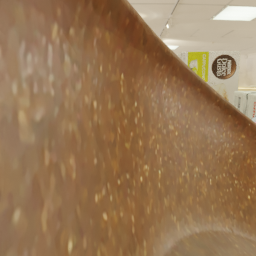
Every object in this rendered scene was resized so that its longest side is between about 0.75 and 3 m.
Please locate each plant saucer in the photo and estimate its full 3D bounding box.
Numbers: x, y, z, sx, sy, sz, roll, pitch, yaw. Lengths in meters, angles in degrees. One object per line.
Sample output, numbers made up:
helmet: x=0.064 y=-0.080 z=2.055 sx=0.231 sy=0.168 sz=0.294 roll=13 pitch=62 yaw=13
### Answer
plant saucer: x=0.834 y=0.743 z=0.248 sx=2.604 sy=0.476 sz=2.604 roll=34 pitch=14 yaw=-10

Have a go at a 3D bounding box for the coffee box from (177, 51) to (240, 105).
coffee box: x=3.514 y=-2.149 z=12.916 sx=2.526 sy=2.551 sz=2.555 roll=1 pitch=10 yaw=6

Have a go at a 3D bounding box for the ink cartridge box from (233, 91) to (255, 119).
ink cartridge box: x=2.912 y=-0.212 z=6.296 sx=0.663 sy=1.169 sz=1.595 roll=0 pitch=12 yaw=4

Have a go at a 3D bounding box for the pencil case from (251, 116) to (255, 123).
pencil case: x=2.738 y=0.301 z=4.220 sx=0.936 sy=0.858 sz=2.064 roll=-33 pitch=18 yaw=-7
